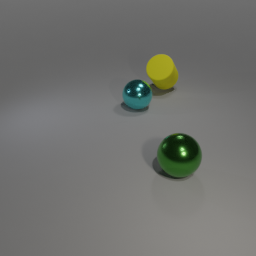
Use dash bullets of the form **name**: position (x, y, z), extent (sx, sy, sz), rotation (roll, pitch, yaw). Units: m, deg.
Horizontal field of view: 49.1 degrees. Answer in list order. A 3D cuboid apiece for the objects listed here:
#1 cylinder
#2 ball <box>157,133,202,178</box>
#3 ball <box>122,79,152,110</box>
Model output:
- **cylinder**: position (1.787, -2.866, 14.435), extent (1.400, 1.400, 1.400), rotation (14, -6, 22)
- **ball**: position (1.613, 0.854, 8.823), extent (1.400, 1.400, 1.400), rotation (0, 30, 0)
- **ball**: position (0.432, -1.546, 12.976), extent (1.400, 1.400, 1.400), rotation (0, 30, 0)
